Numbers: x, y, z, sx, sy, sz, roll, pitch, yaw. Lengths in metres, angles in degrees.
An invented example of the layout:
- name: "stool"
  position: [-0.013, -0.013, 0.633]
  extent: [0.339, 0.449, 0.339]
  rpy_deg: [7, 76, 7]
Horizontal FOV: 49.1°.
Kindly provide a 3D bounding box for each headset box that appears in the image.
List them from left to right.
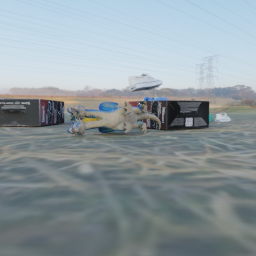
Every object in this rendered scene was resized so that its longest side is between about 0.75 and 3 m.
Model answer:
- name: "headset box"
  position: [-3.589, -0.566, 10.100]
  extent: [1.831, 0.950, 2.461]
  rpy_deg: [1, 2, 8]
- name: "headset box"
  position: [1.159, -0.444, 8.882]
  extent: [1.671, 0.867, 2.246]
  rpy_deg: [-2, 6, -31]

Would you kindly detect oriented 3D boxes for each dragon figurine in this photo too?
- name: "dragon figurine"
  position: [-0.249, -0.239, 6.571]
  extent: [1.281, 0.758, 2.577]
  rpy_deg: [3, 6, 34]

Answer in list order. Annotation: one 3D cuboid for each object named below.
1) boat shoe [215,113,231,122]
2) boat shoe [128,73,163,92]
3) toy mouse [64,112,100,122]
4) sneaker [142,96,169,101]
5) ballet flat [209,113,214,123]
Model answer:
- name: "boat shoe"
  position: [4.542, -0.515, 13.299]
  extent: [0.471, 0.418, 1.280]
  rpy_deg: [3, 5, 36]
- name: "boat shoe"
  position: [0.650, -1.665, 9.882]
  extent: [0.635, 0.564, 1.725]
  rpy_deg: [-20, -3, 36]
- name: "toy mouse"
  position: [-1.528, -0.443, 11.763]
  extent: [2.461, 0.476, 2.187]
  rpy_deg: [-1, 4, -17]
- name: "sneaker"
  position: [1.314, -0.741, 11.348]
  extent: [1.031, 1.146, 2.787]
  rpy_deg: [0, 5, -31]
- name: "ballet flat"
  position: [2.993, -0.420, 11.856]
  extent: [1.394, 0.493, 0.493]
  rpy_deg: [1, 4, 32]
